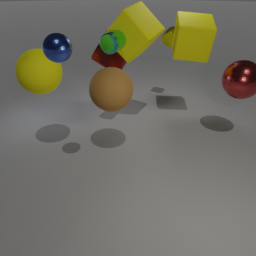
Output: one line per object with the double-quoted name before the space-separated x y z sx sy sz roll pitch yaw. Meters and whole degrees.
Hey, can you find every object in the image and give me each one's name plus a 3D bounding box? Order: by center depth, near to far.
"ball" -1.693 -1.920 6.728 0.700 0.700 0.700 0 28 0
"ball" -2.763 -1.751 8.736 1.400 1.400 1.400 0 28 0
"ball" -0.535 -1.221 8.885 1.400 1.400 1.400 0 28 0
"cylinder" -0.514 -2.983 9.701 0.700 0.700 0.700 12 32 22
"ball" 4.115 -1.741 10.105 1.400 1.400 1.400 0 28 0
"cube" 0.243 -3.589 10.503 1.400 1.400 1.400 47 45 -5
"cube" 2.557 -3.603 11.076 1.400 1.400 1.400 6 44 1
"cube" -0.638 -3.345 12.469 1.400 1.400 1.400 32 14 -8
"cylinder" 2.002 -4.234 12.978 0.700 0.700 0.700 15 47 25
